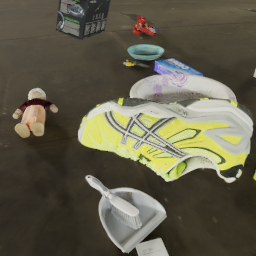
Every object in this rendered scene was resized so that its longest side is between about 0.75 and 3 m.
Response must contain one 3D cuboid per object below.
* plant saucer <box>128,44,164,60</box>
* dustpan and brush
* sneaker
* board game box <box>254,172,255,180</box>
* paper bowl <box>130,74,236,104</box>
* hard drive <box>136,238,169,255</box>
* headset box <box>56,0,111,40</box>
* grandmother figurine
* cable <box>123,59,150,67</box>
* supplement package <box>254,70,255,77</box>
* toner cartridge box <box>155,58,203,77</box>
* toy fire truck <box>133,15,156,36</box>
[{"bbox_3d":[0.917,-3.874,14.457,1.883,0.338,1.883,0,34,0],"label":"plant saucer"},{"bbox_3d":[-0.275,1.579,5.964,1.868,0.534,1.303,23,40,40],"label":"dustpan and brush"},{"bbox_3d":[0.306,0.170,3.577,2.344,0.884,0.896,-3,65,28],"label":"sneaker"},{"bbox_3d":[3.706,1.357,6.515,0.663,0.311,1.305,-16,37,-23],"label":"board game box"},{"bbox_3d":[1.484,-0.400,8.092,2.891,1.503,2.891,0,33,0],"label":"paper bowl"},{"bbox_3d":[0.503,2.418,5.093,0.519,0.105,0.787,-9,34,-13],"label":"hard drive"},{"bbox_3d":[-1.420,-4.477,9.684,1.069,2.304,2.006,22,32,9],"label":"headset box"},{"bbox_3d":[-3.038,-0.619,9.231,1.407,0.703,2.320,1,35,-15],"label":"grandmother figurine"},{"bbox_3d":[0.413,-3.024,13.368,1.254,0.316,0.609,15,17,1],"label":"cable"},{"bbox_3d":[5.875,-2.506,12.273,0.425,0.442,0.777,23,39,29],"label":"supplement package"},{"bbox_3d":[2.136,-2.420,12.118,1.029,0.468,2.167,-16,36,-22],"label":"toner cartridge box"},{"bbox_3d":[1.113,-6.481,18.087,1.393,0.930,1.659,21,32,-13],"label":"toy fire truck"}]
